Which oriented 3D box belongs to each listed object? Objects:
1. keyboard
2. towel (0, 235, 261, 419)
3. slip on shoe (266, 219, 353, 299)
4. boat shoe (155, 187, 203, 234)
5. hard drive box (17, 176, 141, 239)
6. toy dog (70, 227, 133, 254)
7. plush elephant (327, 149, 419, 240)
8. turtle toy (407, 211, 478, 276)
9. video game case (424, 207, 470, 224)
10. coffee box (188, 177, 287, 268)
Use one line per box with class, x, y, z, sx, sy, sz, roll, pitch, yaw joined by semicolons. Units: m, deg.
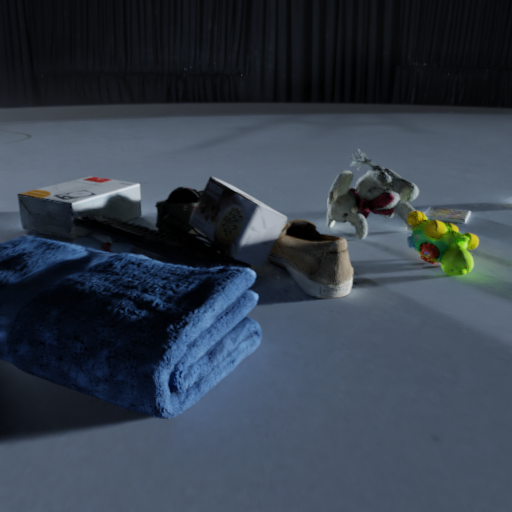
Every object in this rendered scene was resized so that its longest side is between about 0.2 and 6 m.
keyboard;-1.694;-0.415;10.716;3.447;0.683;1.794;19;6;25
towel;-2.466;0.689;7.825;4.714;1.144;2.632;11;24;25
slip on shoe;0.807;-0.251;10.767;1.262;1.006;3.320;-6;20;-15
boat shoe;-1.582;-1.216;13.670;1.093;0.936;2.988;4;19;13
hard drive box;-4.245;-1.226;13.686;1.799;0.887;2.309;11;22;26
toy dog;-3.016;-0.094;10.841;1.342;0.885;0.646;27;-14;17
plush elephant;2.421;-1.204;12.755;2.232;1.728;1.838;48;-3;23
turtle toy;3.598;-0.197;10.832;1.215;0.842;1.667;17;15;-24
video game case;4.886;-1.052;14.343;1.029;0.118;0.937;10;22;25
coffee box;-0.394;-0.675;10.620;0.750;1.062;1.879;19;11;-39
